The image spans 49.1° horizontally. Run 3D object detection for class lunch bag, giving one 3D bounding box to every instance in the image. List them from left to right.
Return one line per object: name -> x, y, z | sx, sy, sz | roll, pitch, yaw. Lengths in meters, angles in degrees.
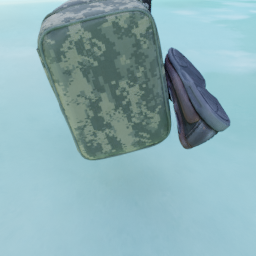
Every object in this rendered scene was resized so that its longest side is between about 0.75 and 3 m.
lunch bag -> -0.384, -1.123, 5.175 | 1.856, 2.663, 2.234 | -17, 35, -1

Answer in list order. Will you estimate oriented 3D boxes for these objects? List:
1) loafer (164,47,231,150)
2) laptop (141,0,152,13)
loafer -> 0.916, -0.624, 4.822 | 0.873, 0.765, 2.429 | 30, 28, -26
laptop -> -0.473, -3.108, 8.552 | 2.503, 2.674, 1.549 | 0, -7, 10
